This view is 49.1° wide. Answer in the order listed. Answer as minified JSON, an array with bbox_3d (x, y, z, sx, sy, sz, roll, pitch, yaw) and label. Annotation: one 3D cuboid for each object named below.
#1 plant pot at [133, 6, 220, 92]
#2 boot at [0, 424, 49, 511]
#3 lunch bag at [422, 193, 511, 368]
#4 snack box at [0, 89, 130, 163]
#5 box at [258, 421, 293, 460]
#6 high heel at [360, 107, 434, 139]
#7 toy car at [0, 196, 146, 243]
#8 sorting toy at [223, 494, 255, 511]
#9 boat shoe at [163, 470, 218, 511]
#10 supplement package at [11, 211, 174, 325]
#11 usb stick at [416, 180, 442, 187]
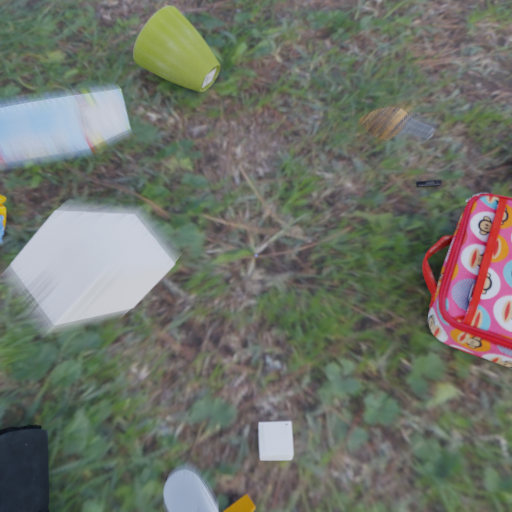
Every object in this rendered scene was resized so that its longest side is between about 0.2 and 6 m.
[{"bbox_3d":[-1.604,-4.325,12.216,1.554,1.454,1.454,40,68,3],"label":"plant pot"},{"bbox_3d":[-4.222,3.813,7.982,2.736,1.045,2.299,-14,66,-14],"label":"boot"},{"bbox_3d":[4.260,0.358,9.812,2.590,1.204,2.940,19,63,15],"label":"lunch bag"},{"bbox_3d":[-3.192,-2.022,8.645,1.907,0.765,2.262,-7,20,6],"label":"snack box"},{"bbox_3d":[0.305,2.915,8.811,0.530,0.454,0.528,-1,62,-1],"label":"box"},{"bbox_3d":[1.923,-2.180,8.873,1.071,0.537,1.503,6,14,-35],"label":"high heel"},{"bbox_3d":[-3.634,-0.457,10.612,3.059,1.500,1.018,15,107,26],"label":"toy car"},{"bbox_3d":[-0.764,4.639,7.956,2.359,0.316,1.757,-30,58,-19],"label":"sorting toy"},{"bbox_3d":[-0.477,3.052,5.772,0.592,0.684,1.604,-30,54,-9],"label":"boat shoe"},{"bbox_3d":[-1.969,0.113,7.000,0.954,1.594,0.966,-45,76,17],"label":"supplement package"},{"bbox_3d":[3.491,-1.462,11.324,0.504,0.082,0.140,-4,56,-2],"label":"usb stick"}]
